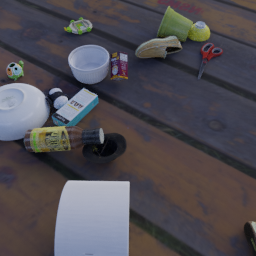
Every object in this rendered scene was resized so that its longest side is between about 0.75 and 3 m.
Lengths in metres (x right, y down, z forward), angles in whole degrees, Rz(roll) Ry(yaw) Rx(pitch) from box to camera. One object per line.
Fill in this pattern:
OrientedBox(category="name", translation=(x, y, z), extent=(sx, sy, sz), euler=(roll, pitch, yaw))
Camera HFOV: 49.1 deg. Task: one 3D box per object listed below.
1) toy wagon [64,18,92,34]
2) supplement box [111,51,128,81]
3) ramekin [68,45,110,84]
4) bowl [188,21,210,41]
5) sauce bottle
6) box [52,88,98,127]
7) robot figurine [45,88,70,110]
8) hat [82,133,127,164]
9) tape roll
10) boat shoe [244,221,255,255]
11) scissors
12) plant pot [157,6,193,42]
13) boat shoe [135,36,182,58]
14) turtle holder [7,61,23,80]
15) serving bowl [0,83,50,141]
OrientedBox(category="toy wagon", translation=(-2.616, -5.250, 14.574), extent=(1.436, 0.284, 1.114), euler=(-24, 56, -17))
OrientedBox(category="supplement box", translation=(-0.374, -2.599, 11.840), extent=(0.474, 0.610, 1.106), euler=(2, 86, -43))
OrientedBox(category="ramekin", translation=(-1.649, -2.716, 12.192), extent=(1.749, 0.918, 1.749), euler=(-1, 52, 1))
OrientedBox(category="bowl", translation=(3.608, -4.981, 14.147), extent=(1.166, 0.627, 1.166), euler=(0, 51, 0))
OrientedBox(category="sauce bottle", translation=(-2.190, 0.343, 9.646), extent=(2.678, 0.866, 0.866), euler=(-6, 52, 10))
OrientedBox(category="box", translation=(-2.024, -0.733, 10.949), extent=(0.764, 0.456, 1.856), euler=(29, 58, 21))
OrientedBox(category="robot figurine", translation=(-2.811, -1.169, 11.190), extent=(0.772, 0.641, 1.028), euler=(-39, 60, -7))
OrientedBox(category="hat", translation=(-0.756, 0.834, 9.644), extent=(1.538, 0.621, 1.538), euler=(-8, 41, 7))
OrientedBox(category="tape roll", translation=(-0.786, 2.556, 7.184), extent=(1.640, 2.389, 2.389), euler=(1, 52, 1))
OrientedBox(category="boat shoe", translation=(3.811, 3.425, 7.655), extent=(0.679, 0.639, 1.782), euler=(4, 52, -9))
OrientedBox(category="scissors", translation=(3.516, -3.157, 13.050), extent=(0.980, 0.187, 2.678), euler=(32, 60, 19))
OrientedBox(category="plant pot", translation=(2.356, -4.962, 13.738), extent=(1.400, 1.523, 1.523), euler=(23, 55, 4))
OrientedBox(category="boat shoe", translation=(1.497, -3.647, 13.044), extent=(2.344, 0.840, 0.893), euler=(-23, 67, -17))
OrientedBox(category="turtle holder", translation=(-4.906, -2.558, 12.285), extent=(0.831, 0.590, 0.632), euler=(-27, 56, -19))
OrientedBox(category="serving bowl", translation=(-4.431, -0.826, 10.767), extent=(2.665, 0.877, 2.665), euler=(0, 53, 0))
